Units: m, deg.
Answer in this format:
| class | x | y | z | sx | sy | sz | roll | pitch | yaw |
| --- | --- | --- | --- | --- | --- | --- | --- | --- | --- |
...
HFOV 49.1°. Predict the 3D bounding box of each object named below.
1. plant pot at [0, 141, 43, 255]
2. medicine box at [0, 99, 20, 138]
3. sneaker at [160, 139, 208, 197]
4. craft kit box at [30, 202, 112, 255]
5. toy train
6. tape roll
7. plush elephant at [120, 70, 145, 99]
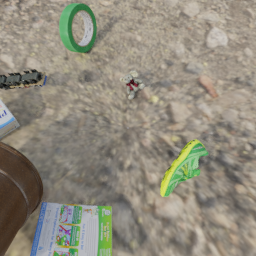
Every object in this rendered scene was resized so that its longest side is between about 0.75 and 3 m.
| class | x | y | z | sx | sy | sz | roll | pitch | yaw |
| --- | --- | --- | --- | --- | --- | --- | --- | --- | --- |
| plant pot | -3.096 | 1.778 | 5.149 | 2.429 | 2.429 | 2.404 | 1 | 29 | 1 |
| medicine box | -3.920 | -0.281 | 7.945 | 1.086 | 0.614 | 1.193 | -37 | 78 | -19 |
| sneaker | 1.389 | 1.047 | 6.856 | 0.694 | 0.615 | 1.660 | 38 | 82 | 5 |
| craft kit box | -1.148 | 2.371 | 5.947 | 1.617 | 0.397 | 1.637 | 4 | 37 | -6 |
| toy train | -3.160 | -1.353 | 8.176 | 2.505 | 0.574 | 0.427 | 3 | 76 | 39 |
| tape roll | -1.722 | -3.495 | 9.847 | 0.391 | 1.627 | 1.627 | 13 | 54 | 27 |
| plush elephant | 0.104 | -1.464 | 8.969 | 0.625 | 0.665 | 0.807 | 38 | 30 | -26 |
